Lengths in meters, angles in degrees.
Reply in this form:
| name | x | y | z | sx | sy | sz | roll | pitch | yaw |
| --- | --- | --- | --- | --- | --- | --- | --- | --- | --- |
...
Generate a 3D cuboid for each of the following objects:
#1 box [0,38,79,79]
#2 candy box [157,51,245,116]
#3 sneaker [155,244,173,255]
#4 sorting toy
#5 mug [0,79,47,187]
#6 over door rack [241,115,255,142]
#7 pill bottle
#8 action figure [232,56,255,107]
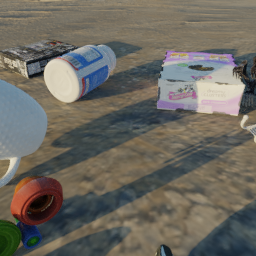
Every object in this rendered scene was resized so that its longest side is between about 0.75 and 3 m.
| name | x | y | z | sx | sy | sz | roll | pitch | yaw |
| --- | --- | --- | --- | --- | --- | --- | --- | --- | --- |
| box | -3.625 | -2.963 | 11.544 | 2.065 | 0.652 | 2.619 | 24 | 39 | 32 |
| candy box | 2.247 | -1.558 | 8.998 | 2.355 | 1.004 | 2.807 | 6 | 32 | 10 |
| sneaker | 0.744 | 2.265 | 3.411 | 0.692 | 0.645 | 1.745 | -1 | 37 | -20 |
| sorting toy | -1.795 | 1.380 | 4.374 | 1.707 | 1.026 | 0.701 | -37 | 44 | -19 |
| mug | -2.791 | 0.104 | 5.605 | 1.678 | 2.273 | 1.993 | -17 | -27 | 42 |
| over door rack | 4.098 | 0.080 | 6.695 | 2.175 | 0.724 | 1.607 | -4 | 33 | -6 |
| pill bottle | -1.424 | -1.919 | 9.232 | 1.385 | 1.385 | 2.468 | 16 | 35 | 24 |
| action figure | 3.925 | -1.066 | 8.086 | 2.237 | 1.142 | 1.330 | 29 | -13 | -32 |
